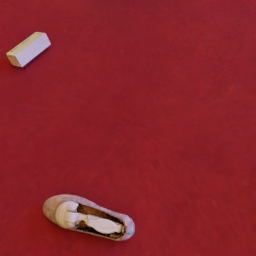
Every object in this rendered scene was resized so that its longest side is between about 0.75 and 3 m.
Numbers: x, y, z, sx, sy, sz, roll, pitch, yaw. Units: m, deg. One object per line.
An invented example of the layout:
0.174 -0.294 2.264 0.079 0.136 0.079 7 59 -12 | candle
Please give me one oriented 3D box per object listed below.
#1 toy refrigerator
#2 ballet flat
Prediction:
-2.936 -2.360 8.301 0.469 0.432 1.235 18 55 32 | toy refrigerator
-0.818 1.729 5.435 1.936 0.651 0.659 10 83 7 | ballet flat
